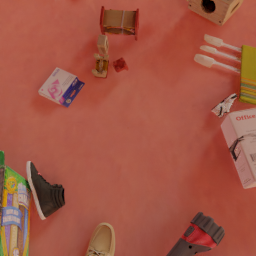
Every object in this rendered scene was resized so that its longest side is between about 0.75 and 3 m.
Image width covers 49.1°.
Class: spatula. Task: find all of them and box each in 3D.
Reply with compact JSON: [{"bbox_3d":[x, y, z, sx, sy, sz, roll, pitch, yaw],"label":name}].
[{"bbox_3d":[3.322,-2.440,9.558,1.894,0.152,1.317,23,63,9],"label":"spatula"}]

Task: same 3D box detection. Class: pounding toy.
[{"bbox_3d":[2.677,-4.764,10.097,2.406,1.101,2.113,37,70,16],"label":"pounding toy"}]

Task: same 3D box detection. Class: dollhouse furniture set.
[{"bbox_3d":[-0.372,-2.766,9.398,1.282,0.969,2.383,7,82,3],"label":"dollhouse furniture set"}]

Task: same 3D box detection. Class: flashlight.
[{"bbox_3d":[1.261,3.158,6.570,0.828,0.831,2.445,33,72,31],"label":"flashlight"}]

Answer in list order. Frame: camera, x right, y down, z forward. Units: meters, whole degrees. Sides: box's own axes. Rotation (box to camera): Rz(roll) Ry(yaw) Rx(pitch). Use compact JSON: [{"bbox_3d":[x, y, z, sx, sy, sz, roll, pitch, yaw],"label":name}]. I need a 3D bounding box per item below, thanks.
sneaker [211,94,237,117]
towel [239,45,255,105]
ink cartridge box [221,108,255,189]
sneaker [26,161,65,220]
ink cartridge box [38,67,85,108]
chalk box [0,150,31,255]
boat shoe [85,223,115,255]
[{"bbox_3d":[3.026,-0.690,8.637,0.979,0.361,0.392,-38,83,-11],"label":"sneaker"},{"bbox_3d":[4.115,-1.730,9.155,0.961,0.202,2.232,14,65,-3],"label":"towel"},{"bbox_3d":[3.652,0.499,7.747,1.446,0.842,2.000,-10,65,-5],"label":"ink cartridge box"},{"bbox_3d":[-2.156,1.523,7.457,0.791,0.564,1.594,-21,72,-12],"label":"sneaker"},{"bbox_3d":[-2.110,-1.313,8.955,1.096,0.237,1.076,24,67,13],"label":"ink cartridge box"},{"bbox_3d":[-3.416,1.923,6.608,1.741,1.732,2.798,-5,64,-1],"label":"chalk box"},{"bbox_3d":[-0.739,3.158,6.603,0.669,0.602,1.854,14,62,7],"label":"boat shoe"}]
